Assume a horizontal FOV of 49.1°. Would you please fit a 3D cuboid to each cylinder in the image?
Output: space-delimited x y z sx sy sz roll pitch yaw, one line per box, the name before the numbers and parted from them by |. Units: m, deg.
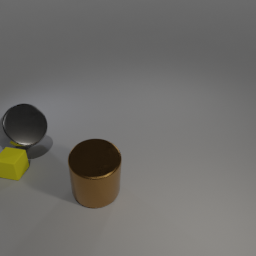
cylinder | -3.601 0.034 9.411 1.400 1.400 1.400 -28 4 -37
cylinder | -0.899 1.254 7.762 1.400 1.400 1.400 2 44 -2

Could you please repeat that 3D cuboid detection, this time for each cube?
cube | -3.642 1.117 8.801 0.700 0.700 0.700 8 35 9
